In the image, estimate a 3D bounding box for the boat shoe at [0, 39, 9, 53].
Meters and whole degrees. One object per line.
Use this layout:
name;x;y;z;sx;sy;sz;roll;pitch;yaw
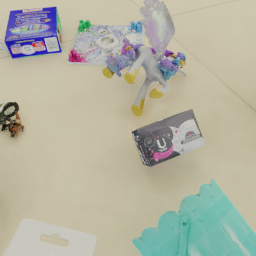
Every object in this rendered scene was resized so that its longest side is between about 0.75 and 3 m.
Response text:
boat shoe;-4.616;-2.977;10.056;0.372;0.407;1.131;-45;69;-7

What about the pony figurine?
pony figurine;0.513;-2.057;8.257;2.601;2.244;2.694;51;54;-11

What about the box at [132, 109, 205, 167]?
box;0.929;0.244;6.595;1.407;0.807;0.930;-20;89;-9

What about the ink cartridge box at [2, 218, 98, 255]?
ink cartridge box;-1.524;3.007;4.459;1.545;0.911;2.684;10;50;9

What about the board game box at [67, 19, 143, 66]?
board game box;-0.745;-3.215;10.289;2.574;0.333;2.574;2;49;2

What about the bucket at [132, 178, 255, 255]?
bucket;1.162;1.922;4.773;1.967;1.967;1.280;-28;66;-23

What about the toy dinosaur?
toy dinosaur;-3.110;-0.082;7.594;0.594;0.447;0.875;5;29;-15

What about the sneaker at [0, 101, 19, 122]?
sneaker;-3.712;-0.342;7.775;0.587;0.510;1.326;21;47;40

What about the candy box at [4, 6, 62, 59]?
candy box;-3.396;-3.550;10.255;1.794;0.817;2.122;-8;51;-5
